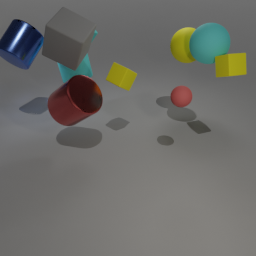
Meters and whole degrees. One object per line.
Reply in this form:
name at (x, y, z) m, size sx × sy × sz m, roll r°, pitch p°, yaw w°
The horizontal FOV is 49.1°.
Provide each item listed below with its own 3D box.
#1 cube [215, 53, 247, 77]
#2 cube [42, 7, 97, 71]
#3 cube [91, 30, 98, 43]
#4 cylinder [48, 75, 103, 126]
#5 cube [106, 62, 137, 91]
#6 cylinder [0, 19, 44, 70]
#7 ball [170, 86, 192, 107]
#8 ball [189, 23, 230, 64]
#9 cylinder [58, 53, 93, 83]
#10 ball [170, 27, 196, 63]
cube at (3.392, -2.072, 9.266) m, size 0.700 × 0.700 × 0.700 m, roll -9°, pitch 10°, yaw -20°
cube at (-2.189, -3.299, 10.413) m, size 1.400 × 1.400 × 1.400 m, roll 26°, pitch 50°, yaw -6°
cube at (-1.874, -4.083, 11.996) m, size 0.700 × 0.700 × 0.700 m, roll -14°, pitch 65°, yaw -52°
cylinder at (-1.824, -0.917, 9.655) m, size 1.400 × 1.400 × 1.400 m, roll -23°, pitch 8°, yaw 44°
cube at (-0.231, -1.842, 10.075) m, size 0.700 × 0.700 × 0.700 m, roll 31°, pitch 10°, yaw 29°
cylinder at (-4.242, -3.272, 11.062) m, size 1.400 × 1.400 × 1.400 m, roll 18°, pitch 75°, yaw 29°
ball at (1.726, -1.019, 9.058) m, size 0.700 × 0.700 × 0.700 m, roll 0°, pitch 30°, yaw 0°
ball at (2.884, -2.983, 9.923) m, size 1.400 × 1.400 × 1.400 m, roll 0°, pitch 30°, yaw 0°
cylinder at (-2.429, -2.880, 12.645) m, size 1.400 × 1.400 × 1.400 m, roll -10°, pitch 24°, yaw 5°
ball at (2.438, -3.384, 11.496) m, size 1.400 × 1.400 × 1.400 m, roll 0°, pitch 30°, yaw 0°
